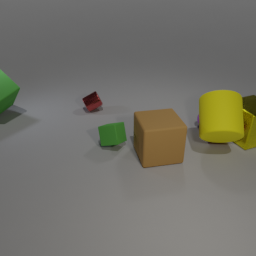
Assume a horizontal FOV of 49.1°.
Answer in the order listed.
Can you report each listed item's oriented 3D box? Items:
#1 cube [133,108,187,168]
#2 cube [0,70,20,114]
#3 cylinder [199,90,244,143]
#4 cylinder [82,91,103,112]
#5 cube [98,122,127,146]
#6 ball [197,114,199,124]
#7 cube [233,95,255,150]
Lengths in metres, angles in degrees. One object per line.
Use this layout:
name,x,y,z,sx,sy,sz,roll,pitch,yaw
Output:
cube,1.015,0.299,9.375,1.400,1.400,1.400,-6,30,-10
cube,-5.566,-1.418,11.443,1.400,1.400,1.400,43,47,-6
cylinder,3.101,-0.355,9.378,1.400,1.400,1.400,3,72,5
cylinder,-1.574,-1.182,12.507,0.700,0.700,0.700,-29,33,1
cube,-0.544,0.208,9.920,0.700,0.700,0.700,-6,7,27
ball,3.138,-0.367,11.267,0.700,0.700,0.700,0,30,0
cube,4.499,-0.247,10.352,1.400,1.400,1.400,-12,32,-20
